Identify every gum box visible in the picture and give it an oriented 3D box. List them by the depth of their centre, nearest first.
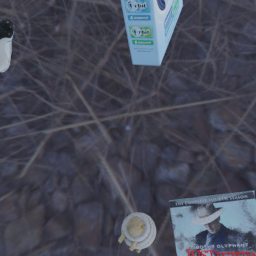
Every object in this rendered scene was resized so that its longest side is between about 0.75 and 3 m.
[{"bbox_3d":[0.501,-3.147,5.389,0.653,2.932,2.491,7,51,19],"label":"gum box"}]

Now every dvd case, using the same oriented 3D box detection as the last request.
[{"bbox_3d":[1.429,2.009,4.304,1.387,0.209,1.900,-13,72,24],"label":"dvd case"}]

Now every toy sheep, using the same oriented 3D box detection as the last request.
[{"bbox_3d":[0.157,1.507,4.084,0.549,0.797,0.549,-6,63,12],"label":"toy sheep"}]

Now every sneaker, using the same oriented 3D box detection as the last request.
[{"bbox_3d":[-2.779,-1.820,6.213,0.416,0.419,1.157,10,94,-20],"label":"sneaker"}]
